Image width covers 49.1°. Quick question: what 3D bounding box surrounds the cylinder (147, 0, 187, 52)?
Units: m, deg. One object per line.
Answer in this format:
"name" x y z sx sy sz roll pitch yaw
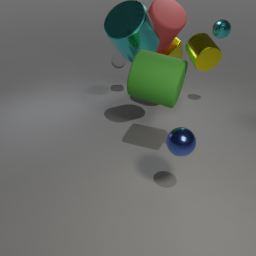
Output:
"cylinder" 1.236 -3.821 10.445 1.400 1.400 1.400 7 68 -18

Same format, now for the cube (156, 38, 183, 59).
"cube" 1.400 -3.303 12.217 1.400 1.400 1.400 -46 70 0

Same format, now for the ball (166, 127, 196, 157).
"ball" 1.266 0.329 6.671 0.700 0.700 0.700 0 29 0

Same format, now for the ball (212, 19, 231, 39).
"ball" 3.598 -3.802 10.777 0.700 0.700 0.700 0 29 0

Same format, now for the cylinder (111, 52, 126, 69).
"cylinder" -0.450 -3.262 13.531 0.700 0.700 0.700 -2 5 -4

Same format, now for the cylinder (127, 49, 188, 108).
"cylinder" 0.859 -1.435 8.156 1.400 1.400 1.400 18 33 13

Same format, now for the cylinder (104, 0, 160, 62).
"cylinder" 0.148 -3.045 8.976 1.400 1.400 1.400 18 -11 29

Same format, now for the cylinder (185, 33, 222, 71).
"cylinder" 1.905 -1.930 7.112 0.700 0.700 0.700 -7 49 -12
